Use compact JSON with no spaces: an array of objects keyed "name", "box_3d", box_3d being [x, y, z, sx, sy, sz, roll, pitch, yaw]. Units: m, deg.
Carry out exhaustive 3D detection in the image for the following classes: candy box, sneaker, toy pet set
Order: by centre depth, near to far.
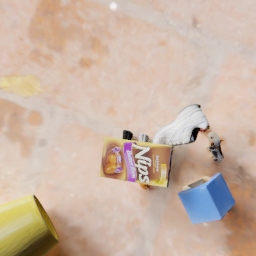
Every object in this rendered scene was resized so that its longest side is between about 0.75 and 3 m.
[{"name":"candy box","box_3d":[0.209,0.837,7.038,1.747,0.493,1.019,6,86,14]},{"name":"sneaker","box_3d":[1.329,0.170,7.365,1.805,0.672,0.786,-45,62,32]},{"name":"toy pet set","box_3d":[1.561,1.253,7.441,2.536,1.347,2.368,-25,86,-1]}]

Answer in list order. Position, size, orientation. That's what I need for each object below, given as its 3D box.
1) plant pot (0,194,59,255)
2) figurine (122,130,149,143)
[{"name":"plant pot","box_3d":[-3.027,2.821,7.033,2.124,2.257,2.257,-30,87,-16]},{"name":"figurine","box_3d":[0.173,0.502,7.964,0.779,0.335,0.760,11,81,1]}]
